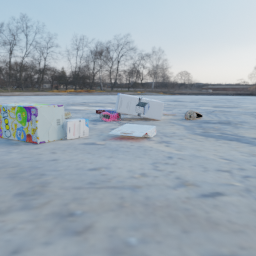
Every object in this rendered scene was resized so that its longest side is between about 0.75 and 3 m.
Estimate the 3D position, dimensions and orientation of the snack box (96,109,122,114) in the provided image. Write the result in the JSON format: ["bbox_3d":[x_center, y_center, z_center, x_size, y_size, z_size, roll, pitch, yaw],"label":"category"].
[{"bbox_3d":[-0.683,-0.937,15.919,2.187,0.266,0.786,2,9,11],"label":"snack box"}]

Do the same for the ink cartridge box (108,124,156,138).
[{"bbox_3d":[0.171,0.180,8.554,1.077,0.333,1.328,5,17,23],"label":"ink cartridge box"}]

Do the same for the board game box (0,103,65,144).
[{"bbox_3d":[-2.945,-0.198,8.355,1.969,1.033,1.014,5,10,34],"label":"board game box"}]

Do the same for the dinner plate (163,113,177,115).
[{"bbox_3d":[2.304,-0.769,15.396,0.816,0.099,0.816,-1,8,0],"label":"dinner plate"}]

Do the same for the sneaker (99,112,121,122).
[{"bbox_3d":[-0.868,-0.494,12.697,1.102,0.435,0.525,3,-1,-37],"label":"sneaker"}]

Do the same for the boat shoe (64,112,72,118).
[{"bbox_3d":[-3.550,-0.737,13.431,1.743,0.603,0.643,-6,10,-34],"label":"boat shoe"}]

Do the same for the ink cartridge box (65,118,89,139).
[{"bbox_3d":[-1.607,0.017,8.456,0.320,0.547,0.944,6,8,31],"label":"ink cartridge box"}]

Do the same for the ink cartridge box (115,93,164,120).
[{"bbox_3d":[0.497,-1.019,13.242,2.093,0.899,1.533,8,8,-7],"label":"ink cartridge box"}]

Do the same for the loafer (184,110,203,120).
[{"bbox_3d":[3.108,-0.604,13.186,0.413,0.473,1.315,15,13,36],"label":"loafer"}]
